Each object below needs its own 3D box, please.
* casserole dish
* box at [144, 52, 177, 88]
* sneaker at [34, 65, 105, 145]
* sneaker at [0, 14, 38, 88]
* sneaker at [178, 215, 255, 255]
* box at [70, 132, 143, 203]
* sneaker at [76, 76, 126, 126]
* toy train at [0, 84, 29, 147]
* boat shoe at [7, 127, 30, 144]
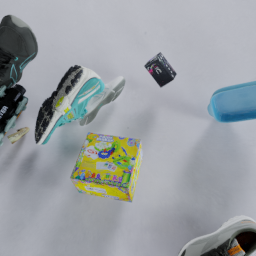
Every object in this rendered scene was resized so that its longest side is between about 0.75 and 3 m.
[{"bbox_3d":[3.033,-0.709,7.263,1.895,1.148,0.368,-9,43,23],"label":"casserole dish"},{"bbox_3d":[0.891,-1.575,7.626,0.778,0.476,0.413,49,40,-14],"label":"box"},{"bbox_3d":[-1.502,-0.401,6.916,2.406,0.958,0.932,-46,43,20],"label":"sneaker"},{"bbox_3d":[-3.023,-1.614,7.007,1.018,2.699,1.070,32,54,-13],"label":"sneaker"},{"bbox_3d":[1.910,2.654,5.968,2.217,0.879,0.820,-34,83,-3],"label":"sneaker"},{"bbox_3d":[-0.438,0.899,6.588,1.331,0.812,1.282,8,55,14],"label":"box"},{"bbox_3d":[-0.840,-0.896,7.698,1.814,0.638,0.727,-42,71,-12],"label":"sneaker"},{"bbox_3d":[-3.248,-0.185,7.082,0.861,1.152,2.021,31,67,-13],"label":"toy train"},{"bbox_3d":[-2.830,0.134,7.289,0.283,0.771,0.242,-34,104,22],"label":"boat shoe"}]
